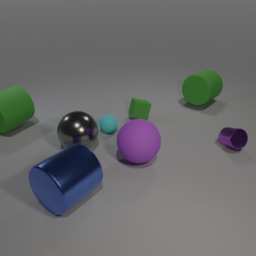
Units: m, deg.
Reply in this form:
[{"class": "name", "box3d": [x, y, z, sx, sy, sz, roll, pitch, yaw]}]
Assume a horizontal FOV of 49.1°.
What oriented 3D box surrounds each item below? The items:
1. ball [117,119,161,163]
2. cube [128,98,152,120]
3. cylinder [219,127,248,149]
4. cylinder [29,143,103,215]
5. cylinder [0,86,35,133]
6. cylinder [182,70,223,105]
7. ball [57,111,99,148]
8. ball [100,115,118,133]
[{"class": "ball", "box3d": [0.344, 0.409, 8.858, 1.400, 1.400, 1.400, 0, 29, 0]}, {"class": "cube", "box3d": [0.486, -0.806, 11.721, 0.700, 0.700, 0.700, 9, 15, -16]}, {"class": "cylinder", "box3d": [3.639, 0.337, 9.706, 0.700, 0.700, 0.700, -8, 7, -15]}, {"class": "cylinder", "box3d": [-1.621, 1.312, 7.405, 1.400, 1.400, 1.400, 20, 34, 32]}, {"class": "cylinder", "box3d": [-4.599, -0.715, 10.781, 1.400, 1.400, 1.400, 16, 36, 27]}, {"class": "cylinder", "box3d": [3.414, -1.866, 12.838, 1.400, 1.400, 1.400, 21, 30, 33]}, {"class": "ball", "box3d": [-1.714, 0.114, 9.600, 1.400, 1.400, 1.400, 0, 29, 0]}, {"class": "ball", "box3d": [-0.749, -0.155, 10.820, 0.700, 0.700, 0.700, 0, 29, 0]}]
